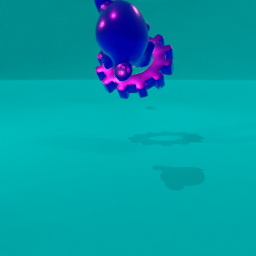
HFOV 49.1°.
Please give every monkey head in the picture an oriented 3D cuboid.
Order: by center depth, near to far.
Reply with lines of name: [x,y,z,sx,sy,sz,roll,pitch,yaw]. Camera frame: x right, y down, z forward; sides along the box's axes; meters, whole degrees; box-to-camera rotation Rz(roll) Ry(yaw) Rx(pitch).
monkey head: [-0.161,-1.155,3.727,0.967,1.344,0.810,-23,-13,34]

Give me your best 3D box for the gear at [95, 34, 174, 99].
gear: [0.149,-1.492,6.458,1.764,1.764,0.326,3,-28,15]
